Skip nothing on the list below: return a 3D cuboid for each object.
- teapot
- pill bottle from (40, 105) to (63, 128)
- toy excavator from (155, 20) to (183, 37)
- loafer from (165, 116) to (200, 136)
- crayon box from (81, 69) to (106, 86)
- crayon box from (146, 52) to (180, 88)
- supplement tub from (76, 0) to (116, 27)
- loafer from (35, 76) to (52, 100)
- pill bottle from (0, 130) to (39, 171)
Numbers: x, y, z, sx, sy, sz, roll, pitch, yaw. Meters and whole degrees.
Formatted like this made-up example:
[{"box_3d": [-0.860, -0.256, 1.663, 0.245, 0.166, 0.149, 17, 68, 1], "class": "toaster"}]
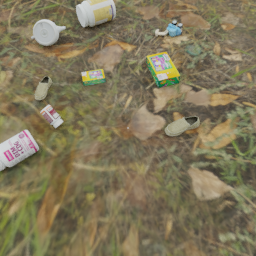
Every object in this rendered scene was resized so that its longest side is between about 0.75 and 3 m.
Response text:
[{"box_3d": [-3.765, -4.435, 13.056, 1.247, 1.231, 0.911, 28, 20, -7], "class": "teapot"}, {"box_3d": [-2.803, -0.416, 10.356, 0.462, 0.462, 0.810, -44, 100, -26], "class": "pill bottle"}, {"box_3d": [1.983, -4.676, 13.498, 1.022, 0.525, 1.051, 36, 72, 24], "class": "toy excavator"}, {"box_3d": [2.011, -0.135, 10.334, 1.412, 0.482, 0.534, -20, 58, -14], "class": "loafer"}, {"box_3d": [-1.461, -2.141, 11.840, 0.946, 0.276, 0.562, -10, 56, -7], "class": "crayon box"}, {"box_3d": [1.476, -2.515, 11.980, 0.944, 0.463, 1.590, -14, 57, -10], "class": "crayon box"}, {"box_3d": [-1.568, -5.713, 13.727, 1.669, 1.213, 1.213, -25, 59, -16], "class": "supplement tub"}, {"box_3d": [-3.489, -1.655, 11.420, 0.461, 0.416, 1.219, 9, 56, 6], "class": "loafer"}, {"box_3d": [-3.884, 0.783, 9.481, 1.502, 0.852, 0.852, -34, 62, -20], "class": "pill bottle"}]
